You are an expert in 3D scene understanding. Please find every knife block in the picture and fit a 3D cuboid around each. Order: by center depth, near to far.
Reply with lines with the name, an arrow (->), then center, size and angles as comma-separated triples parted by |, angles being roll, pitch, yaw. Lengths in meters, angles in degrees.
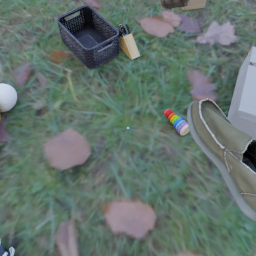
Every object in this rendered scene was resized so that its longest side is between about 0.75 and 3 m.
knife block -> 0.003, -2.637, 8.405 | 0.299, 0.821, 0.935 | -28, 63, -15

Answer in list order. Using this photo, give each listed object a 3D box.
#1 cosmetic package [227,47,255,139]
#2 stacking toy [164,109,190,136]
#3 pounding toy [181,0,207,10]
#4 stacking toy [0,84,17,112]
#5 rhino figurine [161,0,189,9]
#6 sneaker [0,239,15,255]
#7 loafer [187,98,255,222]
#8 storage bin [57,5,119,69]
cosmetic package -> 3.427, -0.866, 7.226 | 1.236, 1.044, 2.314 | 19, 58, 7
stacking toy -> 1.232, -0.184, 7.230 | 0.351, 0.351, 0.822 | -31, 57, -18
pounding toy -> 2.131, -4.764, 9.750 | 0.953, 0.736, 1.036 | -10, 59, -7
stacking toy -> -3.843, -0.223, 6.564 | 2.172, 2.172, 2.973 | 23, 45, 14
rhino figurine -> 1.196, -3.250, 6.907 | 0.411, 0.602, 1.376 | -40, 29, -6
sneaker -> -2.943, 2.472, 5.419 | 1.534, 0.612, 0.998 | 11, 58, 6
loafer -> 1.766, 0.319, 4.473 | 0.838, 0.776, 2.228 | -7, 57, -36
storage bin -> -1.187, -2.768, 8.492 | 1.189, 0.824, 1.758 | -34, 64, -19
